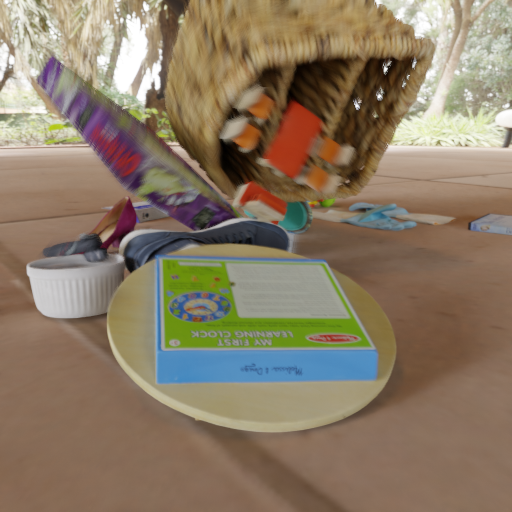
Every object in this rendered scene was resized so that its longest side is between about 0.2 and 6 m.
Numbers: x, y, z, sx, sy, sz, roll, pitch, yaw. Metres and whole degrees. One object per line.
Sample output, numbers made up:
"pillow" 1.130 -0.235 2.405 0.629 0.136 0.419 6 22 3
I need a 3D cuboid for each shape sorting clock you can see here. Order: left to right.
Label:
"shape sorting clock" -0.031 0.665 5.645 2.843 0.558 2.843 6 26 -3

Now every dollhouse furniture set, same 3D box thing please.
"dollhouse furniture set" 0.399 -1.357 8.134 1.764 1.745 0.909 28 -9 -21

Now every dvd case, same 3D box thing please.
"dvd case" 6.120 -0.648 12.485 2.280 0.200 1.626 10 18 36

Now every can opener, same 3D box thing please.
"can opener" -2.537 -0.092 7.728 1.076 0.423 0.341 -3 6 26

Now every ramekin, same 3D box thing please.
"ramekin" -2.323 0.379 7.350 1.230 0.646 1.230 -1 10 0

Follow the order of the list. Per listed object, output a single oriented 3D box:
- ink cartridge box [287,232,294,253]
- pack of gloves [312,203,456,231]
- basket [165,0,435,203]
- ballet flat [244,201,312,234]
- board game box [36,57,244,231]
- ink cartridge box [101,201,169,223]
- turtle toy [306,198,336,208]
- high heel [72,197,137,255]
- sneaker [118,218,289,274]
"ink cartridge box" -0.009 -0.335 10.504 1.250 0.424 0.720 12 6 44
"pack of gloves" 3.065 -1.175 13.878 2.389 0.561 2.843 -13 20 -40
"basket" 0.462 -2.499 9.814 3.042 3.175 4.262 -37 -15 -23
"ballet flat" 0.698 -1.025 12.776 0.931 0.931 2.507 -9 19 -31
"board game box" -2.086 -1.894 10.381 2.922 0.786 4.868 26 14 -46
"ink cartridge box" -2.853 -1.121 14.048 0.934 0.368 1.878 10 16 34
"turtle toy" 1.542 -1.704 15.449 1.533 0.775 1.117 -6 -9 -32
"high heel" -2.892 -0.461 10.099 0.700 0.997 2.075 5 15 18
"sneaker" -0.457 0.091 7.824 2.615 0.994 1.889 -7 13 -21
